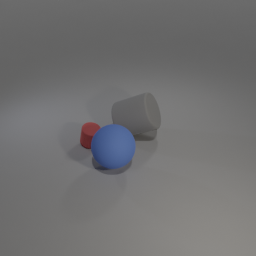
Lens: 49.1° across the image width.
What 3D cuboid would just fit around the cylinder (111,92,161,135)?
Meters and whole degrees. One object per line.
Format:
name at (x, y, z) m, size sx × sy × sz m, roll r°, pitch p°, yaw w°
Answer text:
cylinder at (0.325, -0.477, 10.430) m, size 1.400 × 1.400 × 1.400 m, roll -15°, pitch 25°, yaw 25°

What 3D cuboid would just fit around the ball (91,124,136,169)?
ball at (-0.462, 0.582, 8.842) m, size 1.400 × 1.400 × 1.400 m, roll 0°, pitch 32°, yaw 0°

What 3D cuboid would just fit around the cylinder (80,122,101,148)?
cylinder at (-1.372, 0.267, 10.225) m, size 0.700 × 0.700 × 0.700 m, roll 9°, pitch 44°, yaw -8°
